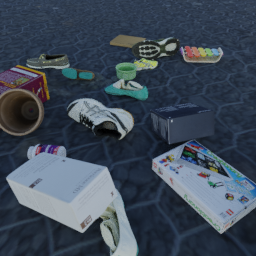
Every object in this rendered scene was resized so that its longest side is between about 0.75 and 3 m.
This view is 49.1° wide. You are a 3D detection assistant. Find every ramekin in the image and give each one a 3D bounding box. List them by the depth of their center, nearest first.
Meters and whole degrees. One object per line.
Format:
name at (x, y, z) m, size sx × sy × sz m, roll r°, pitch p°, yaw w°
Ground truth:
ramekin at (-0.077, -2.566, 12.766) m, size 0.957 × 0.468 × 0.957 m, roll 0°, pitch 37°, yaw 0°

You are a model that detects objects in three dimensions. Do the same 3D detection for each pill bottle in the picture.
pill bottle at (-2.374, 0.778, 8.201) m, size 1.015 × 0.571 × 0.571 m, roll 5°, pitch 37°, yaw 6°

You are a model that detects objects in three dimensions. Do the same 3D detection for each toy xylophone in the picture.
toy xylophone at (3.704, -3.866, 14.453) m, size 2.128 × 0.535 × 1.558 m, roll -3°, pitch 36°, yaw -5°

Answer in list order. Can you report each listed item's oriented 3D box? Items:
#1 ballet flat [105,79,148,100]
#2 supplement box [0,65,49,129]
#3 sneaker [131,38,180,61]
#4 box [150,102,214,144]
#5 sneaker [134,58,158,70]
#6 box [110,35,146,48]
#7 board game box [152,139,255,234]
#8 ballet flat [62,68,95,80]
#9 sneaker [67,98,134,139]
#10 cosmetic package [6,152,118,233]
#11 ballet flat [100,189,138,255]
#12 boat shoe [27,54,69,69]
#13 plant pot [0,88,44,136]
ballet flat at (-0.062, -1.638, 11.355) m, size 1.880 × 0.662 × 0.633 m, roll 13°, pitch 34°, yaw 17°
supplement box at (-4.440, -1.152, 10.270) m, size 1.507 × 1.169 × 2.730 m, roll 19°, pitch 41°, yaw 24°
sneaker at (1.310, -4.181, 14.700) m, size 2.742 × 1.054 × 1.215 m, roll -11°, pitch 25°, yaw -24°
box at (1.697, -0.198, 8.960) m, size 1.563 × 0.813 × 1.423 m, roll -11°, pitch 17°, yaw -14°
sneaker at (0.865, -3.098, 13.471) m, size 1.267 × 0.484 × 0.478 m, roll -14°, pitch 37°, yaw -19°
box at (0.024, -5.059, 16.345) m, size 1.740 × 0.185 × 1.422 m, roll 13°, pitch 38°, yaw 18°
board game box at (2.067, 1.379, 7.492) m, size 1.620 × 0.444 × 2.566 m, roll -22°, pitch 42°, yaw -27°
ballet flat at (-2.215, -2.457, 12.678) m, size 1.498 × 0.508 × 0.542 m, roll 6°, pitch 17°, yaw 8°
sneaker at (-1.076, -0.287, 9.343) m, size 2.439 × 0.922 × 1.069 m, roll 12°, pitch 39°, yaw 17°
cosmetic package at (-1.603, 1.377, 6.600) m, size 2.455 × 0.909 × 1.248 m, roll 4°, pitch 32°, yaw 38°
ballet flat at (-0.370, 2.045, 6.343) m, size 0.685 × 0.685 × 1.974 m, roll -12°, pitch 41°, yaw -15°
boat shoe at (-3.912, -3.282, 13.598) m, size 2.069 × 0.618 × 0.739 m, roll 1°, pitch 37°, yaw 1°
plant pot at (-3.400, -0.541, 9.230) m, size 1.482 × 1.482 × 1.292 m, roll -1°, pitch 5°, yaw -1°
